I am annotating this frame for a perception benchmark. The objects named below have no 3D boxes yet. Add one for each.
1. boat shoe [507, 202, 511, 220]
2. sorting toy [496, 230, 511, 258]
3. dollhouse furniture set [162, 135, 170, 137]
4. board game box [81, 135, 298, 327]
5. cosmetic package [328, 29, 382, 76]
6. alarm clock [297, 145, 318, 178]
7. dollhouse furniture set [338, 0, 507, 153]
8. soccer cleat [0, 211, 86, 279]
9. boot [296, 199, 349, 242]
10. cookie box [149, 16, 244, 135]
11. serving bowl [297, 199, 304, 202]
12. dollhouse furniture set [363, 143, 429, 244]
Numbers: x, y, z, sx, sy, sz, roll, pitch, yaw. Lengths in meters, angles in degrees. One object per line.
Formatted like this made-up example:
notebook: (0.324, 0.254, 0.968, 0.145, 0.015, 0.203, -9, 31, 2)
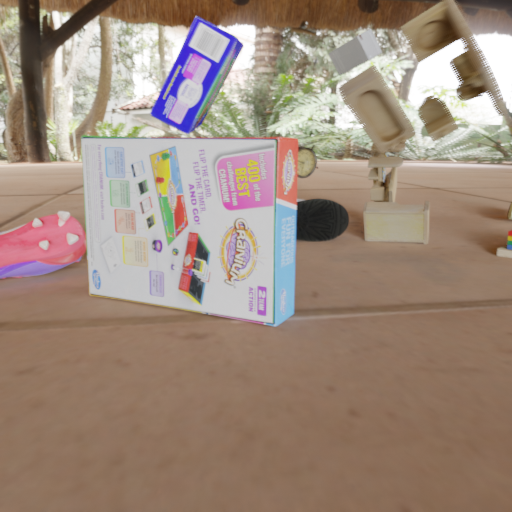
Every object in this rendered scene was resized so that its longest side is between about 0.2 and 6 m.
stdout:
boat shoe: (7.726, -1.277, 15.802, 0.654, 0.729, 1.970, 23, 28, 37)
sorting toy: (5.943, -0.274, 11.348, 1.575, 0.548, 1.565, 10, 16, 40)
dollhouse furniture set: (-1.564, -1.299, 12.763, 2.380, 2.086, 1.581, 17, 45, 30)
board game box: (-1.006, -0.456, 7.887, 3.179, 2.432, 0.641, 7, 13, 26)
cosmetic package: (2.355, -4.856, 13.412, 0.546, 0.647, 1.212, -37, 17, -25)
alarm clock: (1.042, -2.324, 14.092, 1.141, 0.769, 0.380, -26, 30, -27)
dollhouse furniture set: (2.641, -2.324, 8.845, 2.090, 1.703, 1.987, -27, -41, 24)
soccer cleat: (-4.407, 0.082, 9.262, 3.194, 1.065, 1.221, -16, -24, -23)
boot: (0.761, -0.969, 13.503, 2.586, 0.973, 1.933, -2, 12, -7)
cookie box: (-0.859, -2.739, 8.566, 0.671, 1.527, 1.785, 28, 17, -8)
serving bowl: (0.656, -1.202, 15.468, 1.803, 0.593, 1.803, 0, 12, 0)
dollhouse furniture set: (3.381, -1.334, 13.221, 1.408, 1.987, 2.163, 3, 41, 18)
